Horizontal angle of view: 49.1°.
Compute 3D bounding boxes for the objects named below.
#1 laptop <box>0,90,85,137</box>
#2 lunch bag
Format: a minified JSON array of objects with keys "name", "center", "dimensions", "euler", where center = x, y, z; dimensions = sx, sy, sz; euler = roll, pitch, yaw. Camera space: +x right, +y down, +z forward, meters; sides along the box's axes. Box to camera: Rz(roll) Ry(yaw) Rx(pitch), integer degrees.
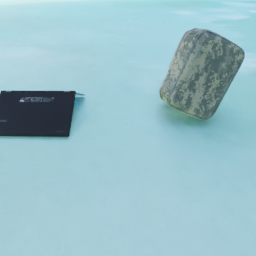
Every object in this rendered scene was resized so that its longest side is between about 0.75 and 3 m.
[{"name":"laptop","center":[-2.942,-0.537,9.635],"dimensions":[2.503,1.549,2.674],"euler":[0,59,2]},{"name":"lunch bag","center":[2.175,-1.872,9.239],"dimensions":[1.856,2.663,2.234],"euler":[19,15,-18]}]
